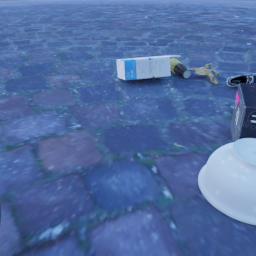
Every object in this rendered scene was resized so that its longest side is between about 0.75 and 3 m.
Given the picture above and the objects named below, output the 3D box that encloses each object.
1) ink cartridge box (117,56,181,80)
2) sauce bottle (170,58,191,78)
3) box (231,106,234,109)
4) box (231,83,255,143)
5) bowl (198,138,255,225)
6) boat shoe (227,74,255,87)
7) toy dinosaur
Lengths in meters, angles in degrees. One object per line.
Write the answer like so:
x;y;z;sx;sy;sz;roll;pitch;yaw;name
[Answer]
0.830;-2.462;11.344;2.346;0.782;1.359;-8;16;-13;ink cartridge box
2.183;-2.574;12.122;0.535;0.535;1.654;-9;33;-15;sauce bottle
3.750;-0.417;8.659;0.661;0.177;1.091;-7;32;-13;box
4.043;-0.121;6.905;2.634;1.397;1.610;6;30;12;box
2.543;0.854;5.681;2.109;0.948;2.109;0;29;0;bowl
4.539;-1.814;10.629;1.455;0.522;0.493;0;5;6;boat shoe
3.150;-2.394;11.750;0.981;0.565;1.940;-20;36;-29;toy dinosaur
